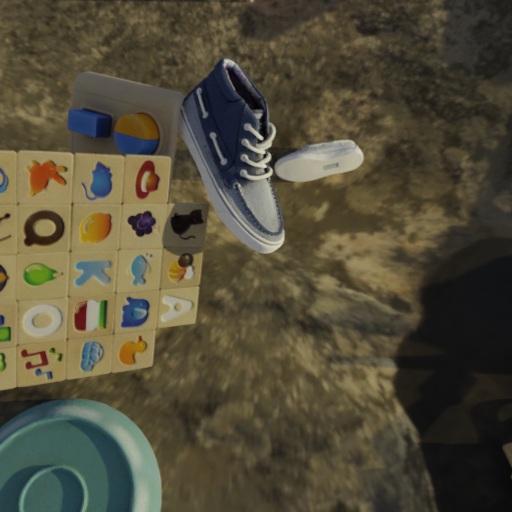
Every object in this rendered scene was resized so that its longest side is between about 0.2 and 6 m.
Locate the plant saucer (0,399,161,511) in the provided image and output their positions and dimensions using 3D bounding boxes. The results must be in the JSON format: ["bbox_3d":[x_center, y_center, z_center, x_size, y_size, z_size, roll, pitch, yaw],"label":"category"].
[{"bbox_3d":[-2.791,3.419,7.806,2.886,0.395,2.886,0,65,0],"label":"plant saucer"}]

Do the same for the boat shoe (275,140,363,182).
[{"bbox_3d":[1.092,-1.782,10.085,1.609,0.579,0.551,-14,50,-2],"label":"boat shoe"}]

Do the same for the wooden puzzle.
[{"bbox_3d":[-2.136,-1.473,8.301,2.067,0.517,2.232,20,107,27],"label":"wooden puzzle"}]

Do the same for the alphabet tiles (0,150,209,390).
[{"bbox_3d":[-2.421,0.224,7.233,3.763,3.132,0.119,-3,21,-30],"label":"alphabet tiles"}]

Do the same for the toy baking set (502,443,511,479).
[{"bbox_3d":[4.593,3.051,8.050,1.976,0.300,2.575,-20,67,-12],"label":"toy baking set"}]

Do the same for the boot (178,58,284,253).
[{"bbox_3d":[-0.157,-1.350,7.637,0.933,1.159,2.565,-25,82,-48],"label":"boot"}]

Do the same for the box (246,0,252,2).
[{"bbox_3d":[-0.073,-6.783,11.980,1.097,1.189,2.317,24,69,11],"label":"box"}]
